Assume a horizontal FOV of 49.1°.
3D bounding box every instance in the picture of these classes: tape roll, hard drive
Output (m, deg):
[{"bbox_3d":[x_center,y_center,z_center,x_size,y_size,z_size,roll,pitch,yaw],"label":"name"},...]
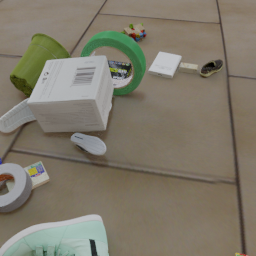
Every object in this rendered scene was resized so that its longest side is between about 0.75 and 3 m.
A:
[{"bbox_3d":[-0.663,-2.775,12.314,2.857,2.857,0.687,11,46,11],"label":"tape roll"},{"bbox_3d":[-3.988,1.935,9.199,1.533,0.506,1.533,-3,56,4],"label":"tape roll"},{"bbox_3d":[1.949,-3.312,14.657,1.254,0.250,1.901,16,48,15],"label":"hard drive"}]

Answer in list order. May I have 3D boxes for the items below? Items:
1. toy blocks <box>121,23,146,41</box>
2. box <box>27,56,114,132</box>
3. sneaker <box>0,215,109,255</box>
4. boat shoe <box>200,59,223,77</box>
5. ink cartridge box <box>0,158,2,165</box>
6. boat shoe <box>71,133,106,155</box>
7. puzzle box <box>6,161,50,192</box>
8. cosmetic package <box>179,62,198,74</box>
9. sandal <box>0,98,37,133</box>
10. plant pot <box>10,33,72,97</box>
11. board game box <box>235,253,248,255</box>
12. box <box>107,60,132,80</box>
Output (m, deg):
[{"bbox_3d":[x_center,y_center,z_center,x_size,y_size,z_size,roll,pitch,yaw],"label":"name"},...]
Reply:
[{"bbox_3d":[0.487,-5.601,16.658,1.540,0.770,1.053,-24,62,-20],"label":"toy blocks"},{"bbox_3d":[-2.157,-1.376,11.382,2.705,1.768,2.691,-2,48,11],"label":"box"},{"bbox_3d":[-1.908,3.477,7.437,2.935,1.080,1.731,-12,41,-15],"label":"sneaker"},{"bbox_3d":[4.339,-3.156,14.297,0.624,0.553,1.705,35,55,29],"label":"boat shoe"},{"bbox_3d":[-5.323,1.499,10.009,1.523,0.283,0.721,-17,48,-19],"label":"ink cartridge box"},{"bbox_3d":[-1.379,0.642,10.355,1.691,0.600,0.610,23,65,37],"label":"boat shoe"},{"bbox_3d":[-3.514,1.779,9.779,1.359,0.173,0.904,-23,50,-21],"label":"puzzle box"},{"bbox_3d":[3.101,-3.061,14.374,0.875,0.320,0.453,12,47,10],"label":"cosmetic package"},{"bbox_3d":[-4.416,-0.622,11.768,2.353,0.957,0.578,-32,17,-31],"label":"sandal"},{"bbox_3d":[-4.099,-2.639,12.881,2.410,2.410,2.289,22,63,20],"label":"plant pot"},{"bbox_3d":[3.205,3.899,7.781,0.388,0.122,0.812,10,44,8],"label":"board game box"},{"bbox_3d":[-0.748,-2.807,14.083,1.610,0.383,1.555,11,44,11],"label":"box"}]
